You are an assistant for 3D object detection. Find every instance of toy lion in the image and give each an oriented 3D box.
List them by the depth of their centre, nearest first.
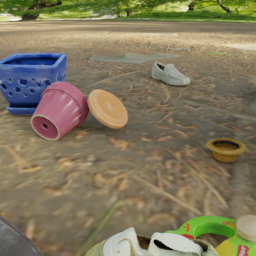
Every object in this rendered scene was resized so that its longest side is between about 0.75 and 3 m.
[{"bbox_3d":[0.947,1.840,3.830,1.682,0.603,1.755,4,26,27],"label":"toy lion"}]

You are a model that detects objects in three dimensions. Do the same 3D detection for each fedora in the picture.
[{"bbox_3d":[2.299,0.547,6.621,0.923,0.376,0.923,-4,20,1],"label":"fedora"}]

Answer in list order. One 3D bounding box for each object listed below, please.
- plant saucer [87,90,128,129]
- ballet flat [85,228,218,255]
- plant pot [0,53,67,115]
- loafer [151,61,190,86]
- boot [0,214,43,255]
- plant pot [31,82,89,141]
[{"bbox_3d":[-0.505,-0.550,7.556,1.262,0.204,1.262,29,38,-26],"label":"plant saucer"},{"bbox_3d":[0.234,1.602,3.613,1.850,0.654,0.654,-1,24,21],"label":"ballet flat"},{"bbox_3d":[-3.012,-1.434,9.199,1.901,1.710,1.902,-1,26,0],"label":"plant pot"},{"bbox_3d":[1.813,-2.401,12.277,0.782,0.780,2.236,-17,31,-32],"label":"loafer"},{"bbox_3d":[-2.659,1.832,3.536,2.668,0.924,2.323,20,28,21],"label":"boot"},{"bbox_3d":[-1.919,-0.370,7.621,1.367,1.367,1.223,10,43,19],"label":"plant pot"}]
